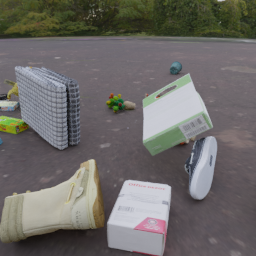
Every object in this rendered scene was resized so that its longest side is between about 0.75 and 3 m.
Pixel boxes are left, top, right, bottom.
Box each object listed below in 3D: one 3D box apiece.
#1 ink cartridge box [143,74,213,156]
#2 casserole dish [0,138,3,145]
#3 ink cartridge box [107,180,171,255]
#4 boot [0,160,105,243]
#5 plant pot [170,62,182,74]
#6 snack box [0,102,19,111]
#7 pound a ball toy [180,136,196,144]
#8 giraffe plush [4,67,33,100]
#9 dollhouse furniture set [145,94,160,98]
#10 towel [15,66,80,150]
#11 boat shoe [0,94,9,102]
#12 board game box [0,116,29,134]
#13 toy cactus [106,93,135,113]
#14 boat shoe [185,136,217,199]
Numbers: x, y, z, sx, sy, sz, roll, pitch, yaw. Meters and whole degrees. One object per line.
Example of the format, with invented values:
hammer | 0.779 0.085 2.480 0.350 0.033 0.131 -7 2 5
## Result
ink cartridge box | 1.245 -0.456 7.831 1.726 0.569 2.372 -28 26 19
casserole dish | -4.471 0.500 8.680 0.727 0.233 1.200 7 23 17
ink cartridge box | 0.275 1.669 5.421 1.016 0.574 1.387 5 23 12
boot | -1.461 1.405 5.759 1.844 0.863 2.372 -11 17 -5
plant pot | 3.164 -3.990 18.829 0.762 0.762 0.747 10 32 22
snack box | -5.418 -0.956 12.155 1.160 0.215 0.674 1 23 2
pound a ball toy | 1.622 0.291 9.068 1.021 0.434 0.666 10 -1 23
giraffe plush | -4.046 -1.552 12.168 1.641 1.746 2.023 34 25 20
dollhouse furniture set | 1.225 -1.355 12.832 0.827 0.431 0.836 -2 23 -6
towel | -2.516 -0.757 9.056 1.099 2.126 2.568 -22 37 -39
boat shoe | -6.195 -1.427 13.100 1.180 0.356 0.436 0 23 0
board game box | -4.278 -0.119 10.057 1.248 0.297 0.634 10 25 22
toy cactus | -0.312 -1.091 12.024 1.250 0.775 1.515 8 13 -7
boat shoe | 1.665 0.918 6.718 0.599 0.633 1.766 -9 42 38
